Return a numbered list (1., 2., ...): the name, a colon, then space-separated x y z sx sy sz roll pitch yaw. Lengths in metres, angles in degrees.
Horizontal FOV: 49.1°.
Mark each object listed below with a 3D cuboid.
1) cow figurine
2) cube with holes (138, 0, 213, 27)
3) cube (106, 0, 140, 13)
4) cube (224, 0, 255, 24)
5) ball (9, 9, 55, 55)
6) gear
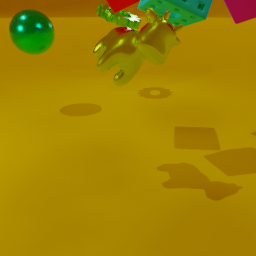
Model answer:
1. cow figurine: 0.115 -1.372 4.558 0.785 1.407 1.430 36 21 -34
2. cube with holes: 0.877 -2.437 4.842 0.944 0.944 0.944 17 6 -18
3. cube: -0.119 -3.306 5.790 1.059 1.059 1.059 -19 62 17
4. cube: 1.860 -2.127 3.987 0.779 0.779 0.779 -2 46 52
5. ball: -2.925 -2.925 8.579 1.327 1.327 1.327 0 24 0
6. gear: -0.338 -4.085 10.258 1.636 0.303 1.636 16 31 -10
